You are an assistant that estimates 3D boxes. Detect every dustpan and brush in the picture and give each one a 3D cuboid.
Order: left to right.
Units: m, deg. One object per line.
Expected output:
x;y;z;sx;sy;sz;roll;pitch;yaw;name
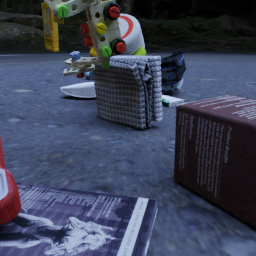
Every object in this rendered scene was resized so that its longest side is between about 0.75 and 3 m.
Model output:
-1.482;-1.577;12.367;2.600;0.744;1.814;6;19;38;dustpan and brush

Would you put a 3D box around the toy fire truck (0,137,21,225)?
-3.092;0.725;3.700;2.903;1.628;2.438;-16;37;-21;toy fire truck

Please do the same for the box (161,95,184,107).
1.541;-1.110;11.430;0.860;0.216;1.191;-14;22;-37;box

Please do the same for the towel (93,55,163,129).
-0.122;-1.164;8.664;1.064;2.058;2.486;-18;24;-37;towel

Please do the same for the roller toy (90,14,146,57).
-0.391;-3.322;10.687;2.044;1.428;1.864;-6;59;11;roller toy

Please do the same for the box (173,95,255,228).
1.927;0.382;4.744;1.504;1.520;1.832;-11;21;-31;box

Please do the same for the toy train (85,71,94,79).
-1.853;-3.630;18.322;1.226;0.897;2.119;-7;14;24;toy train

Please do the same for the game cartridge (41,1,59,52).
-2.375;-3.062;8.503;0.225;1.387;1.223;-7;21;-26;game cartridge

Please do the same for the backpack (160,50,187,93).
1.646;-2.624;13.359;2.091;1.691;2.196;-1;25;20;backpack

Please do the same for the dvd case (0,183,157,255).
-1.215;1.413;3.666;2.953;0.236;2.196;3;17;13;dvd case

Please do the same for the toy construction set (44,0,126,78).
-0.865;-1.902;5.512;1.449;2.210;1.018;-21;50;-15;toy construction set
